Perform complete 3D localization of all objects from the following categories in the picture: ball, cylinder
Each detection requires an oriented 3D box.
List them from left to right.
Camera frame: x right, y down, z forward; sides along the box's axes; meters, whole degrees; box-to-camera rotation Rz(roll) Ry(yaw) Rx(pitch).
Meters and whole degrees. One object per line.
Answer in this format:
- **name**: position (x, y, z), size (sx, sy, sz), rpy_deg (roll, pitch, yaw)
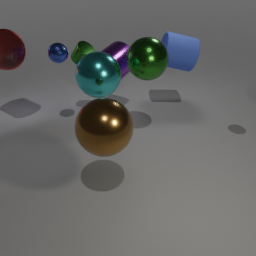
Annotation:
- **cylinder**: position (-4.720, -2.847, 10.257), size (1.400, 1.400, 1.400), rpy_deg (12, 31, 42)
- **ball**: position (-2.434, -2.607, 9.736), size (0.700, 0.700, 0.700), rpy_deg (0, 31, 0)
- **cylinder**: position (-1.773, -2.892, 10.893), size (0.700, 0.700, 0.700), rpy_deg (18, 54, -27)
- **ball**: position (-0.910, -1.626, 8.585), size (1.400, 1.400, 1.400), rpy_deg (0, 31, 0)
- **ball**: position (-0.564, -0.017, 6.687), size (1.400, 1.400, 1.400), rpy_deg (0, 31, 0)
- **cylinder**: position (-0.597, -2.634, 11.493), size (1.400, 1.400, 1.400), rpy_deg (16, 44, 25)
- **ball**: position (0.639, -2.274, 9.244), size (1.400, 1.400, 1.400), rpy_deg (0, 31, 0)
- **cylinder**: position (2.130, -3.229, 11.902), size (1.400, 1.400, 1.400), rpy_deg (10, 29, -10)
